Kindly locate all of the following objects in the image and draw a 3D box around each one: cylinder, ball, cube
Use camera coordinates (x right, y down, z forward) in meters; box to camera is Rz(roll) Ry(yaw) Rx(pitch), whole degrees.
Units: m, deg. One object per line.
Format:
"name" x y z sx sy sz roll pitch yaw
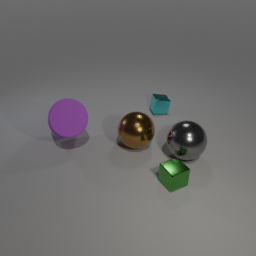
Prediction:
"cylinder" -2.285 -0.339 10.533 1.400 1.400 1.400 -11 1 -16
"ball" 2.065 0.433 9.849 1.400 1.400 1.400 0 32 0
"ball" 0.309 0.079 10.478 1.400 1.400 1.400 0 32 0
"cube" 1.459 1.481 8.920 0.700 0.700 0.700 -16 35 -24
"cube" 1.475 -1.111 12.957 0.700 0.700 0.700 3 30 -16
